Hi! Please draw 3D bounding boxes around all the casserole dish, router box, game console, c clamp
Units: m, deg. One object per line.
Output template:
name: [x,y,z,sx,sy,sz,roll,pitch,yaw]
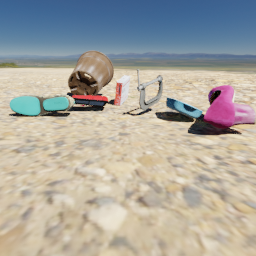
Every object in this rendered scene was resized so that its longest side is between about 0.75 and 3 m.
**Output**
casserole dish: [1.716,-0.626,8.886,1.041,0.333,1.718,23,8,-7]
router box: [-0.226,-1.549,11.486,0.264,0.970,1.080,13,27,11]
game console: [-1.412,-0.983,10.317,1.269,0.223,1.435,0,-4,-10]
c clamp: [0.773,-1.319,9.275,0.223,1.407,1.647,17,25,32]

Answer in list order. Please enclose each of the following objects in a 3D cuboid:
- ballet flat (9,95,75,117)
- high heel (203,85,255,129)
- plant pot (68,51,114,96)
ballet flat: [-2.796,-0.765,9.359,2.128,0.722,0.801,-3,4,7]
high heel: [2.434,-0.661,8.015,1.329,0.933,2.770,2,25,-4]
plant pot: [-1.761,-2.334,12.871,1.889,1.889,1.870,3,34,11]
